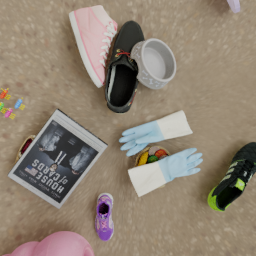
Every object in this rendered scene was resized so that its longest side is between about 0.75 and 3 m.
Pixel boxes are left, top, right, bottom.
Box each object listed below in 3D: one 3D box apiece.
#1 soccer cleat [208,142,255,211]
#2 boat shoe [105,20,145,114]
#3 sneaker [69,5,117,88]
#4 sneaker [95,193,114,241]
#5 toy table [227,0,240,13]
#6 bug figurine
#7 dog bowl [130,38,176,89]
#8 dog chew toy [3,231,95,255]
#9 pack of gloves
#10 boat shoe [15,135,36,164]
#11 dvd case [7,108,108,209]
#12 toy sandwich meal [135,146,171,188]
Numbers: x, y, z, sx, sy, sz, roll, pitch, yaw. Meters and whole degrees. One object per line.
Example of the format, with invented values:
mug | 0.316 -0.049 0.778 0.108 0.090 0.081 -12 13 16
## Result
soccer cleat | 3.154 1.405 7.936 0.788 0.946 2.333 37 88 2
boat shoe | -0.041 -1.821 8.154 1.033 0.885 2.825 10 86 1
sneaker | -0.791 -2.460 8.139 1.253 0.902 2.396 -18 83 4
sneaker | -0.695 2.598 8.057 0.549 0.603 1.365 0 88 -1
toy table | 3.257 -4.187 8.150 0.828 1.300 1.414 -23 95 16
bug figurine | -3.515 -0.709 8.229 0.986 0.254 0.765 30 92 23
dog bowl | 0.779 -1.870 8.008 1.467 0.430 1.467 9 74 -33
dog chew toy | -2.406 3.856 7.471 2.956 1.841 1.841 -14 87 10
pack of gloves | 0.969 0.625 7.896 2.238 0.442 1.880 -20 76 -11
boat shoe | -3.051 0.797 8.221 0.468 0.439 1.270 21 87 1
dvd case | -1.986 0.902 7.983 1.783 0.293 2.373 37 94 -11
toy sandwich meal | 0.768 1.139 8.113 1.256 0.430 1.256 -1 99 -7
